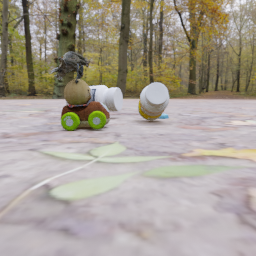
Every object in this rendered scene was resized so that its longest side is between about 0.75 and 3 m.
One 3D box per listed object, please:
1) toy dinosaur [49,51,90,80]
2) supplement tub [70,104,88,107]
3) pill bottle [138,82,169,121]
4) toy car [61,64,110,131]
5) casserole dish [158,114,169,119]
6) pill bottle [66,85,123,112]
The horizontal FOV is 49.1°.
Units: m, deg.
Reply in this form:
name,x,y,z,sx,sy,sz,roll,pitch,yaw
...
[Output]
name,x,y,z,sx,sy,sz,roll,pitch,yaw
toy dinosaur,-1.674,-2.093,8.713,0.913,0.687,1.786,27,39,-12
supplement tub,-1.952,-0.726,11.020,0.774,0.414,0.414,2,8,25
pill bottle,0.937,-0.978,10.338,1.058,1.058,1.875,0,-11,-2
toy car,-1.368,-0.992,8.735,1.532,1.942,1.595,-3,8,-3
casserole dish,1.310,-0.529,12.226,1.001,0.194,0.606,4,9,32
pill bottle,-1.439,-1.181,12.263,2.237,1.338,1.338,-1,6,21
